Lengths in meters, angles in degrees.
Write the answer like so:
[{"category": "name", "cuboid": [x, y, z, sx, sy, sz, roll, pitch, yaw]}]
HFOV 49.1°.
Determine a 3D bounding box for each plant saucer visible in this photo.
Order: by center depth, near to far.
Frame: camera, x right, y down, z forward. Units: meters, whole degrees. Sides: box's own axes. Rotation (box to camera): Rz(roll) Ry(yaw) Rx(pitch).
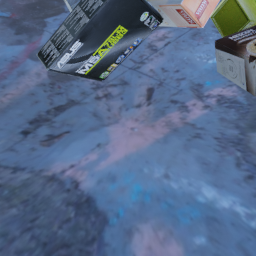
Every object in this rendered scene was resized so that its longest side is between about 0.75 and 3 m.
[{"category": "plant saucer", "cuboid": [2.644, -2.759, 7.037, 0.303, 1.265, 1.267, -20, 76, -26]}]

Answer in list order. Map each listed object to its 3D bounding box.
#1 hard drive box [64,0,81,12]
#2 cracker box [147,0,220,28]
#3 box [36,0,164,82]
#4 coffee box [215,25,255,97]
[{"category": "hard drive box", "cuboid": [-1.060, -2.686, 6.661, 0.464, 1.208, 0.942, -30, 55, -2]}, {"category": "cracker box", "cuboid": [1.069, -3.487, 6.661, 1.978, 0.852, 2.953, -58, 35, 2]}, {"category": "box", "cuboid": [-0.441, -1.820, 5.517, 0.483, 2.032, 1.962, 54, 21, 12]}, {"category": "coffee box", "cuboid": [2.785, -1.306, 5.608, 1.144, 0.808, 2.025, -23, 36, -6]}]
